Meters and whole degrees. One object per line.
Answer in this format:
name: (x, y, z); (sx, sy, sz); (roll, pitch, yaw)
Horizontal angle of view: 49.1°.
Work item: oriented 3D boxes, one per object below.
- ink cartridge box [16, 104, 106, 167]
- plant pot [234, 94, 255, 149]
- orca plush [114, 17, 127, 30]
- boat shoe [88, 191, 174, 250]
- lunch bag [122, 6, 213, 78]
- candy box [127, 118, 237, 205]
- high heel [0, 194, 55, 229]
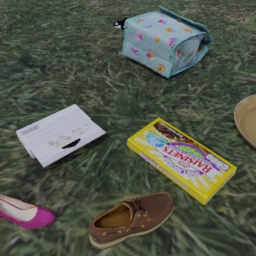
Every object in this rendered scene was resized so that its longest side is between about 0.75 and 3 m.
ink cartridge box: (-1.904, 0.251, 8.093); (1.989, 0.445, 1.753); (-29, 50, -26)
plant pot: (4.678, 0.008, 8.390); (2.999, 0.412, 2.999); (1, 44, -1)
orca plush: (-0.054, -5.140, 13.709); (1.312, 0.466, 0.690); (16, 46, 16)
boat shoe: (0.132, 1.927, 6.156); (2.101, 0.710, 0.756); (-19, 47, -19)
lunch bag: (1.663, -3.543, 11.077); (2.532, 1.813, 2.973); (36, 50, 27)
candy box: (1.392, 0.762, 7.634); (1.383, 0.357, 2.706); (-35, 54, -28)
high heel: (-2.451, 1.784, 6.262); (1.608, 0.771, 0.542); (10, 45, 11)
